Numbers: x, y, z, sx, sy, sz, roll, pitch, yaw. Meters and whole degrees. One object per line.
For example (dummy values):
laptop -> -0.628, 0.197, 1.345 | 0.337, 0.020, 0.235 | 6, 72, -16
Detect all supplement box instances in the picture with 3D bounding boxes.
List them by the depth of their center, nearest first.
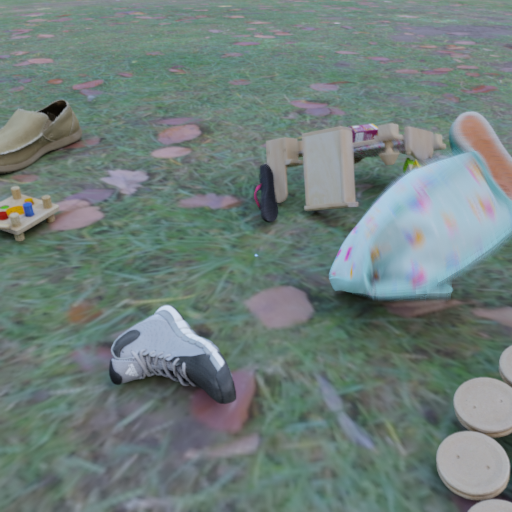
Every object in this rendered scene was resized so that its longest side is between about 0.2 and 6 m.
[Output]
supplement box -> 2.999, -3.394, 15.646 | 0.773, 0.399, 0.506 | -9, 33, -13

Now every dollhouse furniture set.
dollhouse furniture set -> 2.339, -1.890, 12.850 | 2.872, 1.644, 3.368 | -1, 4, 41

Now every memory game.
memory game -> 3.981, 2.339, 5.916 | 3.986, 0.254, 3.986 | -10, 39, 9

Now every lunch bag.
lunch bag -> 2.369, -0.236, 8.745 | 2.551, 1.556, 2.173 | -41, 5, -5

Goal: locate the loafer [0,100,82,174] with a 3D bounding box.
loafer -> -6.036, -3.173, 14.565 | 1.325, 1.175, 3.484 | 14, 35, 21

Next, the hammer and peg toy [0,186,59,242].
hammer and peg toy -> -4.976, -0.737, 11.283 | 1.261, 0.605, 1.714 | 15, 36, 20

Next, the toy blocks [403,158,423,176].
toy blocks -> 3.920, -1.066, 11.508 | 1.580, 1.155, 2.311 | 10, 40, -2

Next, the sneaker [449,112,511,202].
sneaker -> 4.577, -1.641, 11.102 | 0.866, 2.428, 0.970 | -23, -8, 4

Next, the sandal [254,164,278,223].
sandal -> 0.175, -1.281, 11.869 | 0.343, 0.571, 1.521 | -21, 50, 24

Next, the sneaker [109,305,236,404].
sneaker -> -1.268, 1.549, 7.604 | 1.296, 0.842, 2.244 | -23, 29, -24
